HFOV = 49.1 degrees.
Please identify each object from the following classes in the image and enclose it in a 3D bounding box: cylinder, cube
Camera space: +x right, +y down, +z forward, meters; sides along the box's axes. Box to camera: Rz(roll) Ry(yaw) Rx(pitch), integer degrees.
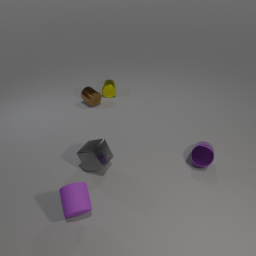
[{"bbox_3d":[-1.692,-1.451,12.843,0.700,0.700,0.700,-24,47,-34],"label":"cylinder"},{"bbox_3d":[-1.004,0.827,8.637,0.700,0.700,0.700,-9,27,34],"label":"cube"},{"bbox_3d":[-1.308,1.793,7.004,0.700,0.700,0.700,-10,67,-17],"label":"cylinder"},{"bbox_3d":[2.387,0.825,8.950,0.700,0.700,0.700,10,11,16],"label":"cylinder"},{"bbox_3d":[-0.930,-1.945,13.821,0.700,0.700,0.700,-1,31,-1],"label":"cylinder"}]
